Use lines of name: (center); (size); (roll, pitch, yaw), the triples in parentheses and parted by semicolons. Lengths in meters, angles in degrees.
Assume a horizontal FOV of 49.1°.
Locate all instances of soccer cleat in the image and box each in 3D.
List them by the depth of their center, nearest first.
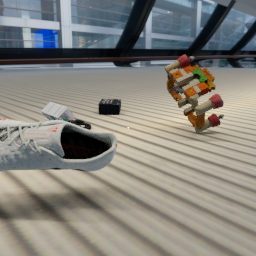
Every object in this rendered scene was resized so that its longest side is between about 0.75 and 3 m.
soccer cleat: (-1.314, 0.218, 3.955); (2.418, 0.830, 1.030); (7, -21, -20)

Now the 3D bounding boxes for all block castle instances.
block castle: (1.936, -1.029, 8.069); (0.960, 1.368, 2.047); (-26, 58, -3)

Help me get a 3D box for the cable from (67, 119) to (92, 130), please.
cable: (-1.476, -0.082, 8.435); (0.751, 0.191, 0.613); (8, 20, -44)

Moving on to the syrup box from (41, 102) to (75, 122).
syrup box: (-2.262, -0.446, 9.028); (1.180, 0.465, 0.481); (19, 63, 47)

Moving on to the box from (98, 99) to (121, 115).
box: (-0.690, -0.845, 10.941); (0.800, 0.447, 1.133); (0, 15, 2)
